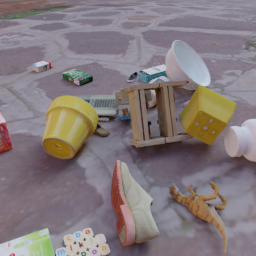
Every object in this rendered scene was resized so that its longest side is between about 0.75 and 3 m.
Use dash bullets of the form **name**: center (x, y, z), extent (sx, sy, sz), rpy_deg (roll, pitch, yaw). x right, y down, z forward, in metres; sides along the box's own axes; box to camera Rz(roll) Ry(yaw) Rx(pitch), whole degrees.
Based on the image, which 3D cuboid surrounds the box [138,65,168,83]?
- **box**: center (1.500, -2.962, 15.230), extent (1.823, 0.448, 0.750), rpy_deg (-21, 38, -29)

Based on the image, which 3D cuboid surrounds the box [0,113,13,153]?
- **box**: center (-5.113, -0.089, 10.104), extent (1.086, 1.178, 2.295), rpy_deg (-21, 37, -28)

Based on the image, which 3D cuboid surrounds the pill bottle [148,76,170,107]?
- **pill bottle**: center (1.236, -1.694, 12.754), extent (0.999, 0.999, 1.716), rpy_deg (21, 38, 29)

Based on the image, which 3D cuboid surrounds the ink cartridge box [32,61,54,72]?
- **ink cartridge box**: center (-4.946, -3.615, 16.322), extent (0.633, 0.366, 1.089), rpy_deg (23, 39, 31)

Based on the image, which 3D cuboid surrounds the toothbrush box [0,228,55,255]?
- **toothbrush box**: center (-2.233, 2.871, 6.106), extent (1.214, 0.522, 0.884), rpy_deg (-15, 35, -19)

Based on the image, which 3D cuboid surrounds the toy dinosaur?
- **toy dinosaur**: center (2.066, 2.149, 7.292), extent (1.247, 0.709, 2.349), rpy_deg (-38, 37, -15)

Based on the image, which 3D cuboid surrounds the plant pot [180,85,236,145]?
- **plant pot**: center (2.639, -0.307, 9.417), extent (1.450, 1.450, 1.279), rpy_deg (28, 35, 0)

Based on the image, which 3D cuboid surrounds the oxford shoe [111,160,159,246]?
- **oxford shoe**: center (0.109, 1.885, 7.438), extent (0.963, 0.923, 2.608), rpy_deg (3, 38, -14)

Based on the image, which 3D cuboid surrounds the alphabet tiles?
- **alphabet tiles**: center (-1.041, 2.879, 6.493), extent (1.183, 0.086, 1.157), rpy_deg (-13, 35, -19)

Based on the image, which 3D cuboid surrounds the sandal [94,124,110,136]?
- **sandal**: center (-1.239, -0.001, 10.747), extent (1.206, 0.326, 0.485), rpy_deg (16, 36, 23)

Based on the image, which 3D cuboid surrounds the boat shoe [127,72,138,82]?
- **boat shoe**: center (0.267, -2.760, 15.037), extent (0.340, 0.322, 0.973), rpy_deg (19, 37, 27)

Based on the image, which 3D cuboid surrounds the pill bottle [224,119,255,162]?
- **pill bottle**: center (4.644, 0.366, 9.185), extent (2.683, 1.399, 1.399), rpy_deg (-3, 33, -6)

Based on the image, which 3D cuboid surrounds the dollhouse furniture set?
- **dollhouse furniture set**: center (0.867, -0.576, 10.682), extent (2.063, 2.075, 2.945), rpy_deg (-7, 4, -12)

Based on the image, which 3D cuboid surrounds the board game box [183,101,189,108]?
- **board game box**: center (2.918, -0.957, 12.021), extent (0.786, 0.212, 1.310), rpy_deg (31, 29, 19)

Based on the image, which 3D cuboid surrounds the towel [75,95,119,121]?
- **towel**: center (-1.452, -0.903, 12.233), extent (2.152, 0.372, 2.072), rpy_deg (-1, 30, 2)

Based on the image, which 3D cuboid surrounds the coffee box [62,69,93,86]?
- **coffee box**: center (-2.703, -2.723, 14.967), extent (1.506, 0.331, 0.926), rpy_deg (28, 42, 36)

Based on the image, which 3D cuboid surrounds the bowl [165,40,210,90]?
- **bowl**: center (2.737, -2.887, 13.898), extent (2.725, 1.225, 2.725), rpy_deg (26, 47, -31)

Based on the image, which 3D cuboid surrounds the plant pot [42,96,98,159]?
- **plant pot**: center (-2.072, 0.073, 9.511), extent (1.757, 1.757, 1.653), rpy_deg (7, 48, 10)
